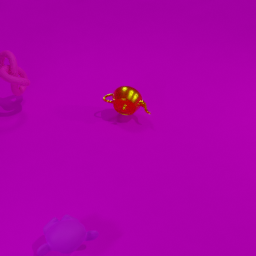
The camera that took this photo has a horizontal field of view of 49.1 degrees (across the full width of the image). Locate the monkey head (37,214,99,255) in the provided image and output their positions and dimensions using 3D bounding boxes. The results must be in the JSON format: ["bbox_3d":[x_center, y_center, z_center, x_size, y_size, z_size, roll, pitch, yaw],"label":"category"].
[{"bbox_3d":[-1.107,1.964,4.912,1.089,0.783,0.656,-4,25,-33],"label":"monkey head"}]

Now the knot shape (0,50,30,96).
[{"bbox_3d":[-3.252,-1.469,8.079,0.610,1.236,1.321,-31,64,-10],"label":"knot shape"}]

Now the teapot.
[{"bbox_3d":[-0.007,-0.711,7.900,1.429,0.888,0.700,14,50,4],"label":"teapot"}]
